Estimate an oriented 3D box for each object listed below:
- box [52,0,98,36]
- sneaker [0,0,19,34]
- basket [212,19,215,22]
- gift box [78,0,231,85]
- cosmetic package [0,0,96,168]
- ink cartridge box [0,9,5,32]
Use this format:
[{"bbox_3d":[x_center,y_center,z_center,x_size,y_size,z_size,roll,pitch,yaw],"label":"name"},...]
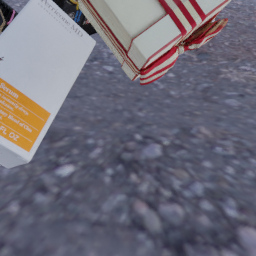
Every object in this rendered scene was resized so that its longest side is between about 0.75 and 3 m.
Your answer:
[{"bbox_3d":[-0.359,-2.696,5.409,2.725,0.682,2.745,-26,3,-20],"label":"box"},{"bbox_3d":[-3.055,-2.804,6.444,1.031,2.079,0.735,7,76,42],"label":"sneaker"},{"bbox_3d":[1.216,-4.094,7.104,2.626,2.649,2.131,15,37,18],"label":"basket"},{"bbox_3d":[0.257,-1.157,2.716,1.124,1.137,1.218,-37,3,0],"label":"gift box"},{"bbox_3d":[-1.315,-0.632,3.553,0.721,1.026,2.024,-18,43,47],"label":"cosmetic package"},{"bbox_3d":[-3.394,-2.243,4.132,2.397,1.975,0.900,10,58,3],"label":"ink cartridge box"}]
